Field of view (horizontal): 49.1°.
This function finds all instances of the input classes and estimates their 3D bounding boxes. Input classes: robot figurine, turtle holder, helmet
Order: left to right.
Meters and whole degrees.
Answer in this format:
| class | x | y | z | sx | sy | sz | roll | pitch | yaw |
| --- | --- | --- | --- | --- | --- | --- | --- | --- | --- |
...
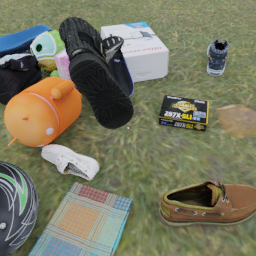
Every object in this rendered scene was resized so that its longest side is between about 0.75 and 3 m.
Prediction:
| class | x | y | z | sx | sy | sz | roll | pitch | yaw |
| --- | --- | --- | --- | --- | --- | --- | --- | --- | --- |
| helmet | -2.763 | 1.621 | 5.678 | 1.850 | 1.941 | 1.941 | 29 | 44 | -9 |
| robot figurine | -2.348 | -0.467 | 7.932 | 1.938 | 1.571 | 2.694 | -2 | 26 | 20 |
| turtle holder | -2.908 | -2.737 | 10.801 | 1.345 | 1.894 | 1.439 | -20 | 15 | -21 |

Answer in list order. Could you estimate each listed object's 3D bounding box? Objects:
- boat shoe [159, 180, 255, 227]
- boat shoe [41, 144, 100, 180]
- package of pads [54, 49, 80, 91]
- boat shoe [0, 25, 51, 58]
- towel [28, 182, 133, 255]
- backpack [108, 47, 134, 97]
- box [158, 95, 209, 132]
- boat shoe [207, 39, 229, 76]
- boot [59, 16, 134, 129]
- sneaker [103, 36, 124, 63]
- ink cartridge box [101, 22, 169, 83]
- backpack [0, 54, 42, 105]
| class | x | y | z | sx | sy | sz | roll | pitch | yaw |
| --- | --- | --- | --- | --- | --- | --- | --- | --- | --- |
| boat shoe | 1.951 | 1.668 | 6.326 | 2.507 | 0.852 | 0.902 | -9 | 44 | -10 |
| boat shoe | -1.603 | 0.917 | 7.322 | 1.675 | 0.593 | 0.580 | 15 | 45 | 14 |
| package of pads | -1.953 | -1.993 | 9.706 | 0.585 | 1.547 | 0.932 | 17 | 46 | 24 |
| boat shoe | -4.366 | -3.358 | 11.665 | 2.798 | 0.960 | 1.177 | -27 | 57 | -24 |
| towel | -0.998 | 2.286 | 6.121 | 1.674 | 0.248 | 2.283 | 14 | 45 | 13 |
| backpack | -0.737 | -1.579 | 9.304 | 1.667 | 1.339 | 1.822 | -23 | 87 | -23 |
| box | 1.798 | -0.505 | 9.010 | 1.490 | 0.368 | 1.190 | 10 | 46 | 10 |
| boat shoe | 3.706 | -3.197 | 11.314 | 0.867 | 1.113 | 2.452 | 10 | 44 | 10 |
| boot | -0.648 | -1.163 | 6.078 | 0.838 | 2.226 | 1.664 | -24 | 49 | 3 |
| sneaker | -0.591 | -1.811 | 6.987 | 1.272 | 0.505 | 0.470 | -33 | 49 | 21 |
| ink cartridge box | 0.197 | -3.074 | 11.162 | 1.993 | 1.169 | 2.722 | -12 | 43 | -12 |
| backpack | -3.877 | -1.859 | 9.660 | 1.225 | 1.616 | 1.936 | 9 | 38 | 14 |
